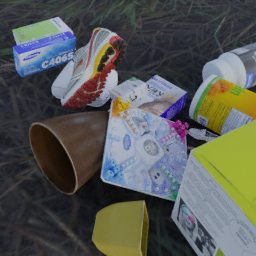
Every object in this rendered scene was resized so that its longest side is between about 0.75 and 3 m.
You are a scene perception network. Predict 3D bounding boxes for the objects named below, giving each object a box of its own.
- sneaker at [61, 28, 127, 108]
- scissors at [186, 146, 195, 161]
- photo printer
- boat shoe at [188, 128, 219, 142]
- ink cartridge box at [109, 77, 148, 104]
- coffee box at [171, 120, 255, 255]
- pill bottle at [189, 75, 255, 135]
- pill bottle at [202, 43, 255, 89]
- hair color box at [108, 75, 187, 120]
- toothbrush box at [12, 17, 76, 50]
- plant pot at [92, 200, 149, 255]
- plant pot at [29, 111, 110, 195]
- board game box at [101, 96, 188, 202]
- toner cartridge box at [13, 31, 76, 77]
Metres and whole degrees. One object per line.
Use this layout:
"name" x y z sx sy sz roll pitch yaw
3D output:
"sneaker" -1.132 -1.655 8.131 1.090 2.652 1.032 48 20 25
"scissors" 2.572 0.900 8.159 2.678 0.187 0.980 -3 49 -2
"photo printer" -1.435 -1.580 9.962 2.017 0.701 1.678 14 50 12
"boat shoe" 2.352 0.176 8.690 0.955 0.331 0.338 19 52 16
"ink cartridge box" 0.011 -1.080 8.446 0.953 0.400 0.690 -32 39 -17
"coffee box" 3.050 1.736 5.603 2.950 2.922 2.955 -22 53 -18
"pill bottle" 3.389 -0.338 8.334 2.776 1.542 1.542 32 56 24
"pill bottle" 4.045 -2.094 9.905 2.570 1.462 1.462 -22 52 -15
"hair color box" 0.642 -0.614 9.088 1.338 0.794 2.448 35 59 25
"toothbrush box" -3.467 -3.657 11.638 2.068 0.890 1.506 -27 54 -20
"plant pot" -0.167 2.354 6.357 1.131 1.098 1.105 0 49 11
"plant pot" -1.184 0.371 7.642 2.007 2.007 2.147 37 47 27
"board game box" 0.617 0.525 7.445 2.483 0.321 2.483 20 52 -19
"toner cartridge box" -2.684 -2.446 9.200 2.009 0.954 0.434 -29 66 -30
